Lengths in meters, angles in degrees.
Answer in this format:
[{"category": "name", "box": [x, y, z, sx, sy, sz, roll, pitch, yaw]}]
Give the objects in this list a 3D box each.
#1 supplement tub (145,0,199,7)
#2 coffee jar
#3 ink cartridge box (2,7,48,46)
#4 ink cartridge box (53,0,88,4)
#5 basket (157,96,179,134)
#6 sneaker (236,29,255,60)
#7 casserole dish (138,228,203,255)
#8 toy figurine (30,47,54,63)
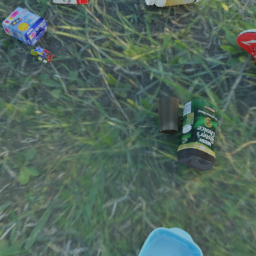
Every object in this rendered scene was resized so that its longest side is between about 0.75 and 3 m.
[{"category": "supplement tub", "box": [1.822, -5.870, 11.459, 2.199, 1.588, 1.588, -8, 66, -4]}, {"category": "coffee jar", "box": [2.249, 0.243, 8.955, 1.132, 0.926, 2.170, 23, 65, -23]}, {"category": "ink cartridge box", "box": [-3.986, -4.010, 11.179, 1.587, 0.606, 1.083, 28, 69, 10]}, {"category": "ink cartridge box", "box": [-2.459, -5.833, 12.049, 1.472, 0.495, 0.855, 2, 66, 0]}, {"category": "basket", "box": [1.367, -0.396, 9.411, 0.734, 0.973, 1.080, 1, 75, -5]}, {"category": "sneaker", "box": [5.098, -2.615, 10.330, 2.700, 1.040, 1.147, 41, 77, 17]}, {"category": "casserole dish", "box": [0.913, 4.059, 7.538, 1.653, 0.530, 2.730, 25, 67, 11]}, {"category": "toy figurine", "box": [-3.351, -2.977, 10.722, 0.930, 0.557, 0.490, 31, 69, 13]}]
